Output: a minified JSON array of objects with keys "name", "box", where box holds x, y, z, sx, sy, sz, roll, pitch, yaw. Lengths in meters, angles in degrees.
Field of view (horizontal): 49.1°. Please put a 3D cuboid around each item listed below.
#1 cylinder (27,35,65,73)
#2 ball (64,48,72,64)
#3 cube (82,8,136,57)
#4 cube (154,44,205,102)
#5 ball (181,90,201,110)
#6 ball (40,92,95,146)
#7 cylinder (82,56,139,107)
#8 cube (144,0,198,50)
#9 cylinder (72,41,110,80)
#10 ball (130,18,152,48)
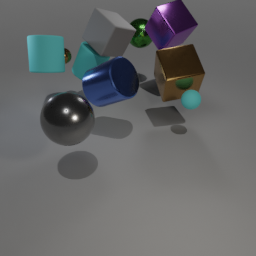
[{"name":"cylinder","box":[-3.281,-2.961,11.299,1.400,1.400,1.400,0,13,0]},{"name":"ball","box":[-2.861,-3.201,12.444,0.700,0.700,0.700,0,32,0]},{"name":"cube","box":[-0.809,-4.005,11.901,1.400,1.400,1.400,48,34,21]},{"name":"cube","box":[1.828,-2.004,10.331,1.400,1.400,1.400,-11,64,-4]},{"name":"ball","box":[2.237,-1.006,9.945,0.700,0.700,0.700,0,32,0]},{"name":"ball","box":[-1.570,-0.233,7.317,1.400,1.400,1.400,0,32,0]},{"name":"cylinder","box":[-0.585,-1.523,9.454,1.400,1.400,1.400,-12,19,41]},{"name":"cube","box":[1.811,-4.348,11.997,1.400,1.400,1.400,-29,84,-25]},{"name":"cylinder","box":[-1.704,-3.012,12.865,1.400,1.400,1.400,21,32,-14]},{"name":"ball","box":[0.616,-4.675,13.839,1.400,1.400,1.400,0,32,0]}]
